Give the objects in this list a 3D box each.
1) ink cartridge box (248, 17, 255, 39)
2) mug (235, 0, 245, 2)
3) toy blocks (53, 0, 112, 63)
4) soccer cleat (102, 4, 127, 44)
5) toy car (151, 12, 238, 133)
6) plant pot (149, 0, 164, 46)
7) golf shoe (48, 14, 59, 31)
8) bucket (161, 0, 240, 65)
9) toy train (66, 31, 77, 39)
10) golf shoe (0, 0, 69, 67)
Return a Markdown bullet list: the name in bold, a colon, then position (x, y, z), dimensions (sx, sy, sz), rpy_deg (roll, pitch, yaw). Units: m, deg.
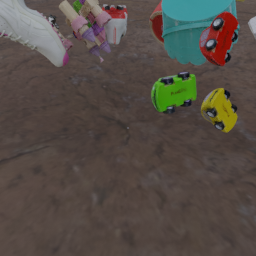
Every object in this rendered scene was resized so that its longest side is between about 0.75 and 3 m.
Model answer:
- **ink cartridge box**: position (2.643, -1.549, 4.789), dimensions (0.746, 1.016, 0.421), rpy_deg (-26, 39, 32)
- **mug**: position (3.161, -4.517, 8.307), dimensions (1.345, 1.379, 1.679), rpy_deg (18, 27, 27)
- **toy blocks**: position (-0.895, -2.796, 7.762), dimensions (1.878, 1.581, 1.755), rpy_deg (-47, 12, -25)
- **soccer cleat**: position (-0.437, -3.288, 8.854), dimensions (0.879, 1.092, 2.563), rpy_deg (1, 25, -4)
- **toy car**: position (0.883, -0.608, 3.794), dimensions (1.603, 1.703, 0.380), rpy_deg (-20, 22, -31)
- **plant pot**: position (1.758, -3.806, 9.624), dimensions (1.959, 1.959, 1.733), rpy_deg (27, 62, 33)
- **golf shoe**: position (-2.889, -3.882, 10.665), dimensions (0.361, 0.928, 0.439), rpy_deg (16, 74, 4)
- **bucket**: position (1.786, -2.722, 7.100), dimensions (2.001, 1.302, 2.001), rpy_deg (-9, 55, 13)
- **toy train**: position (-1.794, -3.331, 9.792), dimensions (0.771, 0.326, 0.446), rpy_deg (-29, 2, -17)
- **golf shoe**: position (-2.717, -2.479, 6.765), dimensions (1.330, 2.907, 1.095), rpy_deg (-49, 23, -18)
